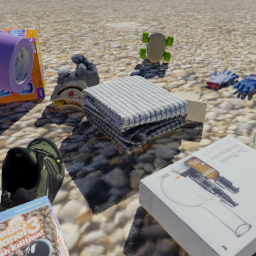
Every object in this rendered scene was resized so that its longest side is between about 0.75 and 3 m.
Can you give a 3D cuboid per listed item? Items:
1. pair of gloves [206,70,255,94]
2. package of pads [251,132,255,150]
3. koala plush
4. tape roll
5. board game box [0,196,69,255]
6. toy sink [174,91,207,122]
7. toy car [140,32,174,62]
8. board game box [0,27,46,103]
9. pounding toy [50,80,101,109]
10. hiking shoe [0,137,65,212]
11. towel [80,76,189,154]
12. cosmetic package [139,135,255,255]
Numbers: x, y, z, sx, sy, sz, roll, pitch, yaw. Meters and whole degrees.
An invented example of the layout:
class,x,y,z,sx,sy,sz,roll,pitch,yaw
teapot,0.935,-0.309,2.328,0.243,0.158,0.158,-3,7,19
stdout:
class,x,y,z,sx,sy,sz,roll,pitch,yaw
pair of gloves,4.492,-1.922,11.652,2.316,0.264,1.861,22,40,32
package of pads,4.903,0.720,6.801,2.308,1.019,2.988,-14,34,-23
koala plush,-2.025,-1.869,10.617,1.430,1.380,1.556,35,42,28
tape roll,-3.480,-1.936,8.370,0.703,1.655,1.655,13,33,0
board game box,-1.693,2.378,3.936,1.789,1.087,2.244,-19,36,-14
toy sink,2.061,-0.731,9.335,1.121,0.731,0.628,11,34,18
toy car,1.404,-4.190,14.311,1.506,1.447,1.834,8,22,-1
board game box,-4.405,-2.436,10.651,2.153,2.152,2.154,-8,33,-12
pounding toy,-1.736,-0.968,9.969,1.804,1.035,1.031,-9,61,2
hiking shoe,-2.031,0.864,6.137,1.107,1.472,2.923,-4,33,-7
towel,0.152,-0.558,8.680,2.357,1.218,2.847,-19,35,-29
cosmetic package,2.070,1.409,5.975,2.980,0.770,2.247,-21,41,-30
